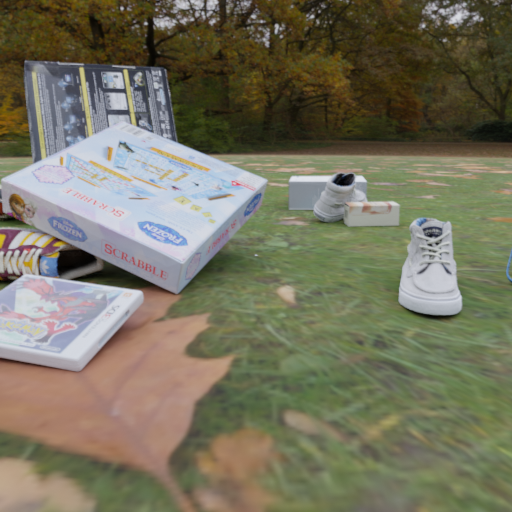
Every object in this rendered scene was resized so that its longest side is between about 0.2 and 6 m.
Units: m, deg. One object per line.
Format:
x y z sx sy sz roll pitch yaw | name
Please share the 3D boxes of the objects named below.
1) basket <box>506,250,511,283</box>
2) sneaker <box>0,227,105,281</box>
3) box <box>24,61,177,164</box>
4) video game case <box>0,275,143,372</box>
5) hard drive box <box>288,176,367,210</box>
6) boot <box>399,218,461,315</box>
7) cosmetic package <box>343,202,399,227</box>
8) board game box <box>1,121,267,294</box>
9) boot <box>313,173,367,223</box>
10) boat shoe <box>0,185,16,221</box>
4.474 -0.275 8.104 1.396 1.583 1.101 8 -17 26 | basket
-3.321 0.022 8.270 2.126 0.797 0.958 -9 21 -24 | sneaker
-3.101 -2.176 11.655 2.931 3.637 0.893 -6 -11 -26 | box
-2.238 0.655 6.047 1.572 0.181 1.432 7 25 13 | video game case
2.068 -1.859 16.420 2.189 0.841 1.706 2 13 7 | hard drive box
2.330 0.044 7.623 0.793 1.031 2.157 2 13 8 | boot
2.744 -1.001 13.377 1.205 0.526 0.623 -1 13 -5 | cosmetic package
-1.787 -0.981 9.048 3.053 0.628 3.046 24 36 13 | board game box
2.341 -1.592 14.194 0.829 1.078 2.255 35 34 21 | boot
-6.387 -1.277 14.072 2.617 0.931 0.819 19 64 48 | boat shoe
